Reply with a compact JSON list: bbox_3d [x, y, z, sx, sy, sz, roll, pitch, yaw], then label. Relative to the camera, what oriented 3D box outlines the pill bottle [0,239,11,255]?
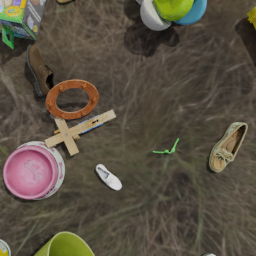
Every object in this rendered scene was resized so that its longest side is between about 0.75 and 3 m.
[{"bbox_3d":[-4.914,4.635,9.292,1.219,2.162,1.219,0,88,0],"label":"pill bottle"}]

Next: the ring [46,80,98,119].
[{"bbox_3d":[-1.889,-0.912,9.652,1.807,1.807,0.173,-21,52,-1],"label":"ring"}]

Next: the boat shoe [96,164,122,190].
[{"bbox_3d":[-0.736,1.843,10.255,1.212,0.420,0.429,43,89,1],"label":"boat shoe"}]

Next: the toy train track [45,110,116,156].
[{"bbox_3d":[-1.719,0.052,10.346,2.678,0.436,1.536,-25,79,-6],"label":"toy train track"}]

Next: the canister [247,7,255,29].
[{"bbox_3d":[5.729,-3.423,10.097,1.880,1.096,2.531,-24,90,-1],"label":"canister"}]

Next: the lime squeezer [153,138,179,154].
[{"bbox_3d":[1.487,0.788,10.405,1.079,0.204,0.381,-27,89,0],"label":"lime squeezer"}]

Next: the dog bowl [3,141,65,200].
[{"bbox_3d":[-3.424,1.568,10.075,2.187,0.806,2.187,0,89,1],"label":"dog bowl"}]

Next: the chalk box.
[{"bbox_3d":[-4.067,-4.183,9.841,1.622,1.630,2.620,13,87,0],"label":"chalk box"}]

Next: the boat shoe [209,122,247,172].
[{"bbox_3d":[3.630,0.677,10.181,0.747,0.639,2.039,28,88,1],"label":"boat shoe"}]

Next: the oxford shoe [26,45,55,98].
[{"bbox_3d":[-3.030,-2.086,10.038,0.793,0.682,1.878,-9,106,28],"label":"oxford shoe"}]

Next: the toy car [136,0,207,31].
[{"bbox_3d":[1.708,-4.741,9.609,2.184,2.548,2.912,11,53,-38],"label":"toy car"}]

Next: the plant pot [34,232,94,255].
[{"bbox_3d":[-2.693,5.302,9.350,2.693,2.520,2.520,-37,89,13],"label":"plant pot"}]

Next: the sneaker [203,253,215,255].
[{"bbox_3d":[3.264,5.699,9.824,0.900,1.038,2.342,-27,88,-1],"label":"sneaker"}]

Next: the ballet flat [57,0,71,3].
[{"bbox_3d":[-1.828,-5.389,10.371,2.048,0.645,0.703,-31,88,-1],"label":"ballet flat"}]
